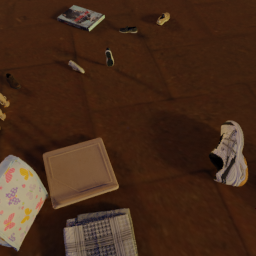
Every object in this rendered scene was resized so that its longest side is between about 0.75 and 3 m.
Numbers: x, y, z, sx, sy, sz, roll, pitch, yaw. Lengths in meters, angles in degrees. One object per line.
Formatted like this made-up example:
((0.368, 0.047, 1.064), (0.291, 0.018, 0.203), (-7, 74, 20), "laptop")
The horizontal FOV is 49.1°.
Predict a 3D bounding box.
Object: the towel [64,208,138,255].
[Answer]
((-0.795, 3.540, 8.355), (2.123, 0.381, 2.205), (-9, 52, -7), "towel")

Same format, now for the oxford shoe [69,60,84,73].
((-2.466, -2.869, 13.371), (0.982, 0.369, 0.284), (38, 102, 17), "oxford shoe")

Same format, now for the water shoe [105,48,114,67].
((-0.854, -3.344, 13.233), (0.351, 0.980, 0.387), (-2, 56, 1), "water shoe")

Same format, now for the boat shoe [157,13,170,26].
((2.037, -6.275, 15.857), (0.431, 0.458, 1.203), (24, 56, 17), "boat shoe")

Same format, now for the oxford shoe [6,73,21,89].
((-5.237, -2.123, 12.677), (1.065, 0.450, 0.387), (38, 59, 23), "oxford shoe")

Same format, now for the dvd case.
((-2.676, -6.314, 16.029), (2.206, 0.243, 1.611), (26, 57, 18), "dvd case")

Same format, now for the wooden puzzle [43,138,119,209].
((-1.715, 1.532, 9.915), (2.238, 0.450, 2.419), (-16, 49, -11), "wooden puzzle")

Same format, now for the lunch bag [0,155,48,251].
((-3.587, 2.123, 8.186), (1.505, 2.367, 2.007), (15, 55, 11), "lunch bag")

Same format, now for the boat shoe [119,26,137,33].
((0.012, -5.406, 15.272), (0.989, 0.328, 0.369), (6, 53, 5), "boat shoe")

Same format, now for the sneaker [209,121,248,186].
((3.496, 0.778, 10.095), (1.161, 1.002, 2.648), (4, 52, 3), "sneaker")

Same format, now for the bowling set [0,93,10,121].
((-5.598, -0.615, 11.424), (1.107, 0.854, 1.591), (-3, 51, 22), "bowling set")
